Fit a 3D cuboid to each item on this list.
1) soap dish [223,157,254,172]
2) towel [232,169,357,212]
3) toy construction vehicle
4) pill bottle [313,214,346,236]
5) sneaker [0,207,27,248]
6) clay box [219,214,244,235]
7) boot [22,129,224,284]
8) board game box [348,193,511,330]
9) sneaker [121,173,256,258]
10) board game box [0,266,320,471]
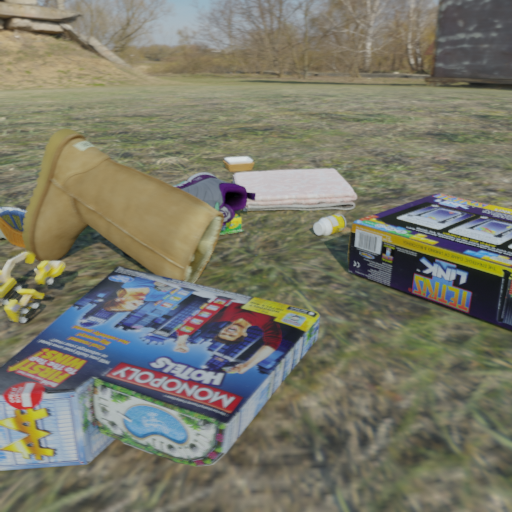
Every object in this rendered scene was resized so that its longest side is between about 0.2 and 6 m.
[{"bbox_3d":[-0.575,-2.975,18.171,0.879,0.357,0.691,-7,23,-16],"label":"soap dish"},{"bbox_3d":[0.944,-1.810,15.098,3.012,0.486,2.877,-2,23,-5],"label":"towel"},{"bbox_3d":[-3.724,0.434,8.871,1.083,0.438,1.244,3,47,34],"label":"toy construction vehicle"},{"bbox_3d":[1.610,-0.668,12.329,0.713,0.399,0.399,-18,28,-36],"label":"pill bottle"},{"bbox_3d":[-5.089,-0.736,11.928,2.196,0.827,0.968,8,23,18],"label":"sneaker"},{"bbox_3d":[-0.892,-0.830,12.820,0.794,0.329,1.383,-11,24,-24],"label":"clay box"},{"bbox_3d":[-2.465,-0.331,9.859,3.287,2.879,1.087,32,34,13],"label":"boot"},{"bbox_3d":[4.037,-0.027,9.853,3.094,1.061,3.743,-17,27,-40],"label":"board game box"},{"bbox_3d":[-1.332,-0.888,11.434,1.420,1.207,3.244,12,35,28],"label":"sneaker"},{"bbox_3d":[-1.323,1.372,6.417,3.187,0.983,3.185,11,25,25],"label":"board game box"}]
